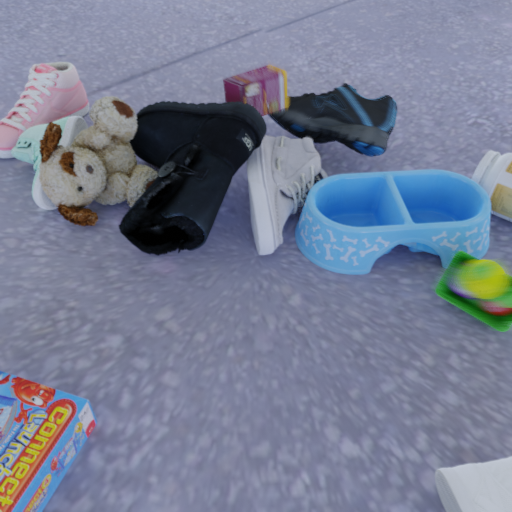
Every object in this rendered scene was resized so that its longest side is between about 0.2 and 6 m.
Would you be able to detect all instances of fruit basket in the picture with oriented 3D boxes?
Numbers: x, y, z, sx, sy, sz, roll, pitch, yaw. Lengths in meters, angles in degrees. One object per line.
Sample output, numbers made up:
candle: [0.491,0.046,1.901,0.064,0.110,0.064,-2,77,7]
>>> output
fruit basket: [3.119,0.436,7.720,1.189,0.858,1.189,22,17,-7]

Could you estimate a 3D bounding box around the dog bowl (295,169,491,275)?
dog bowl: [2.271,-0.651,9.157,3.246,0.805,1.809,-3,43,-4]

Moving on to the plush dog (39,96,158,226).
plush dog: [-2.871,-1.491,9.605,1.648,2.054,1.765,-5,19,47]

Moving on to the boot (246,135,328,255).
boot: [0.571,-1.196,9.522,1.411,1.086,2.953,-4,44,0]

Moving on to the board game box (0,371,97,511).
board game box: [-3.076,2.229,6.272,1.806,0.515,1.844,13,45,14]

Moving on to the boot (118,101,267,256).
boot: [-1.599,-1.349,9.500,3.183,1.216,2.674,6,54,37]

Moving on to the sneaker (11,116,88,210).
sneaker: [-3.948,-1.632,10.317,1.297,0.809,2.198,-7,50,15]

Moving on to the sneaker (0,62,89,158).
sneaker: [-4.546,-3.116,11.410,0.970,1.347,2.576,24,49,21]

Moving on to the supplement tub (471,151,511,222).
supplement tub: [4.442,-1.089,9.413,1.474,1.064,1.064,31,51,27]

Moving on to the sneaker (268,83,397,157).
sneaker: [1.431,-2.804,10.999,2.720,0.996,1.114,22,87,23]

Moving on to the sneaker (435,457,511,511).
sneaker: [2.687,2.852,5.481,1.103,0.703,1.908,-11,43,-7]

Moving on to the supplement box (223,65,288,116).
supplement box: [0.004,-2.953,10.185,1.064,0.696,0.549,-26,42,-27]
